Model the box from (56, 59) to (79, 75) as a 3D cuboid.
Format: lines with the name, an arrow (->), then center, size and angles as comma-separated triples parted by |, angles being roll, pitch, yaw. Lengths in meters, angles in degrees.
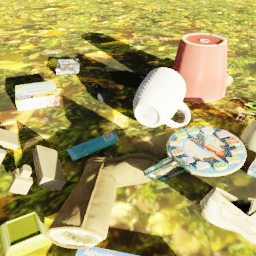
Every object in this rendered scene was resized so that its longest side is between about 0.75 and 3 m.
box -> -3.390, -3.482, 15.864 | 1.228, 0.388, 1.558 | -3, 33, -6

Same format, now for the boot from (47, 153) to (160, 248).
boot -> -0.429, 1.811, 7.287 | 2.433, 0.919, 2.778 | -7, 26, 14

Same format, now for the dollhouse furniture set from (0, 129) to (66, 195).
dollhouse furniture set -> -3.411, 1.426, 8.481 | 2.122, 1.729, 2.018 | 22, 20, -35

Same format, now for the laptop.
laptop -> 0.499, -2.637, 13.756 | 2.279, 1.328, 2.572 | 18, 38, 24

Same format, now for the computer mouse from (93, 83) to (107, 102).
computer mouse -> -1.358, -1.775, 13.372 | 0.539, 0.313, 1.838 | -9, 34, -12

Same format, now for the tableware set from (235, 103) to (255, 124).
tableware set -> 5.412, -0.644, 11.678 | 1.306, 0.298, 1.939 | 23, 40, 31

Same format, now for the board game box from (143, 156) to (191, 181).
board game box -> 1.069, 1.107, 7.491 | 0.915, 1.352, 0.190 | -31, 64, 18

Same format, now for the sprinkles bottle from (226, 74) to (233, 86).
sprinkles bottle -> 4.875, -2.758, 14.640 | 0.541, 0.541, 1.586 | -5, 34, -7

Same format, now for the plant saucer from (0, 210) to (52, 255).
plant saucer -> -2.552, 2.542, 6.889 | 1.110, 0.266, 1.112 | -16, 36, -23

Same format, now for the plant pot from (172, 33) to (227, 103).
plant pot -> 3.361, -2.914, 13.104 | 2.857, 2.528, 2.857 | 0, 34, 0

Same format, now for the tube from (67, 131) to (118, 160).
tube -> -1.206, 0.610, 9.718 | 1.748, 0.440, 0.677 | -21, 31, -22

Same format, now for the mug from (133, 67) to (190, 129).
mug -> 1.396, -0.918, 11.031 | 2.412, 1.781, 2.115 | 35, 48, -2

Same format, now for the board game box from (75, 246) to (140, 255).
board game box -> -0.001, 3.272, 5.800 | 2.588, 0.252, 1.332 | 7, 35, 10

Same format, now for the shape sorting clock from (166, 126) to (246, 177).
shape sorting clock -> 2.616, 0.670, 9.495 | 2.604, 0.511, 2.604 | 0, 33, 0

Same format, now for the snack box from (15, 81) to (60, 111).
snack box -> -4.103, -1.479, 12.646 | 1.791, 0.606, 1.510 | -9, 36, -15

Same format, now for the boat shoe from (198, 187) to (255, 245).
boat shoe -> 2.791, 2.055, 6.510 | 2.333, 0.758, 0.841 | 25, 21, -11

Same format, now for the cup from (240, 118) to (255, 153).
cup -> 4.806, 0.132, 9.873 | 1.393, 0.996, 1.393 | 0, 33, 0

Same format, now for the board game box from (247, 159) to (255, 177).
board game box -> 4.403, 1.297, 8.764 | 0.950, 0.271, 0.970 | 26, 41, 33
